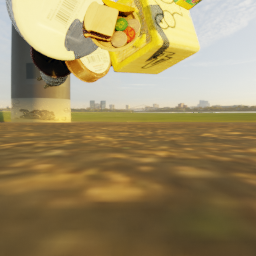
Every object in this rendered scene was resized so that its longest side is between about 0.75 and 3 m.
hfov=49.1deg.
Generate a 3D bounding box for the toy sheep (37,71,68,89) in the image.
[{"bbox_3d":[-3.177,-2.453,12.042,1.321,1.321,1.917,-1,-28,-29],"label":"toy sheep"}]

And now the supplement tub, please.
[{"bbox_3d":[-2.285,-3.024,10.037,1.591,1.591,2.975,0,31,2],"label":"supplement tub"}]

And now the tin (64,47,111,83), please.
[{"bbox_3d":[-1.449,-2.829,8.562,0.606,2.893,1.620,-17,9,35],"label":"tin"}]

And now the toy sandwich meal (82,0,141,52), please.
[{"bbox_3d":[-0.280,-1.826,4.882,1.028,1.028,0.352,0,-7,-1],"label":"toy sandwich meal"}]

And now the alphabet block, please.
[{"bbox_3d":[0.754,-3.301,9.784,2.302,2.249,2.261,-6,-13,-44],"label":"alphabet block"}]

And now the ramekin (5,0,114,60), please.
[{"bbox_3d":[-1.308,-2.429,5.648,2.156,2.156,1.051,-1,30,-24],"label":"ramekin"}]

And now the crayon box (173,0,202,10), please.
[{"bbox_3d":[1.720,-3.290,6.142,1.506,0.439,1.299,-30,0,28],"label":"crayon box"}]
